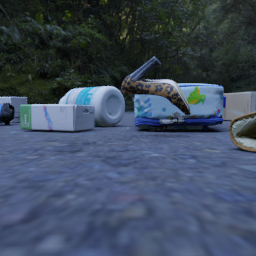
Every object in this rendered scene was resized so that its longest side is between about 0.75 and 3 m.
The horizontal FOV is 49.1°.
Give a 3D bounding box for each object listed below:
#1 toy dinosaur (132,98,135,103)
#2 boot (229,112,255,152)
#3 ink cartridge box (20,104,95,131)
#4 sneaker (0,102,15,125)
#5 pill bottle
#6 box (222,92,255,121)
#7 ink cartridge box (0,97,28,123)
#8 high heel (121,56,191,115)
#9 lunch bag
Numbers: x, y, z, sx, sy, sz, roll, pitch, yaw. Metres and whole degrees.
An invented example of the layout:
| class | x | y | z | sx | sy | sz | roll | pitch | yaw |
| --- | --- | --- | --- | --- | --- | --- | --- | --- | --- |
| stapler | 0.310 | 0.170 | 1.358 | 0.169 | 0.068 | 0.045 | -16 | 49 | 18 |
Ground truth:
| class | x | y | z | sx | sy | sz | roll | pitch | yaw |
| --- | --- | --- | --- | --- | --- | --- | --- | --- | --- |
| toy dinosaur | 1.235 | -0.734 | 13.048 | 2.237 | 0.960 | 1.516 | 15 | 15 | 6 |
| boot | 2.857 | -0.014 | 3.850 | 2.212 | 0.732 | 1.937 | -2 | -9 | -38 |
| ink cartridge box | -1.811 | -0.285 | 7.365 | 1.579 | 0.663 | 1.143 | 2 | 4 | 19 |
| sneaker | -4.732 | -0.532 | 10.151 | 1.120 | 0.773 | 2.013 | -9 | 12 | -31 |
| pill bottle | -1.329 | -0.724 | 9.489 | 2.322 | 1.286 | 1.286 | 3 | 5 | 41 |
| box | 4.946 | -0.987 | 13.168 | 1.096 | 1.339 | 2.820 | -3 | 3 | -28 |
| ink cartridge box | -5.117 | -0.773 | 11.778 | 1.437 | 1.049 | 1.054 | 1 | 5 | 17 |
| high heel | 0.567 | -0.628 | 5.797 | 1.008 | 1.414 | 0.505 | -36 | 8 | 19 |
| lunch bag | 1.404 | -0.608 | 8.121 | 2.410 | 1.236 | 2.998 | -1 | 4 | 3 |
